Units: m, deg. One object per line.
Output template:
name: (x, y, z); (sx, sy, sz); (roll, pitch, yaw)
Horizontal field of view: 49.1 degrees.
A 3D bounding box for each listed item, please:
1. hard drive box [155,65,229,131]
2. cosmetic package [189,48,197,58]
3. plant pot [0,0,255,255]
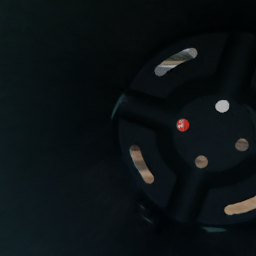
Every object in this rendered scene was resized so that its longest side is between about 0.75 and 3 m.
hard drive box: (1.578, -0.575, 6.148); (2.041, 1.590, 0.784); (-11, 19, -31)
cosmetic package: (2.420, -2.934, 6.699); (1.629, 2.886, 1.171); (-22, 50, -9)
plant pot: (0.531, 0.233, 1.618); (2.911, 2.911, 2.851); (4, 8, 15)
